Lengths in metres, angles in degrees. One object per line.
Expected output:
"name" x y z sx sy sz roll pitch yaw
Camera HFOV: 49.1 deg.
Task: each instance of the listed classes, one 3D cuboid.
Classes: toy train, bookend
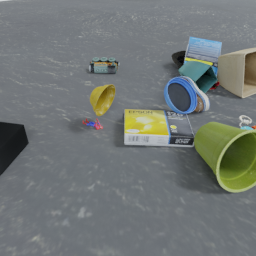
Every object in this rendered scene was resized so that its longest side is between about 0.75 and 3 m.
"toy train" -1.310 -3.371 15.230 1.674 0.713 0.954 1 43 1
"toy train" 4.875 0.472 9.512 2.510 0.698 1.885 21 38 23
"bookend" -4.555 0.594 9.139 1.781 0.826 1.792 6 35 11

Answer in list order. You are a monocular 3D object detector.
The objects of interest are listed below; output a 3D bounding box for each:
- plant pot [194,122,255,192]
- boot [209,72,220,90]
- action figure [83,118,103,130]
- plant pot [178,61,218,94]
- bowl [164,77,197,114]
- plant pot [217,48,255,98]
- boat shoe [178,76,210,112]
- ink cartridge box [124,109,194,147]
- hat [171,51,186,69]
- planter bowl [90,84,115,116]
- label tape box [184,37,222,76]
"plant pot" 2.949 0.645 8.465 1.911 1.911 1.815 -11 23 -16
"boot" 4.133 -2.372 13.825 1.431 0.524 1.078 -17 36 -17
"action figure" -1.330 -0.227 10.737 0.905 0.448 0.295 23 40 26
"plant pot" 3.176 -2.487 13.152 1.058 1.058 1.497 -45 45 -1
"bowl" 2.001 -1.212 10.709 1.460 1.460 0.286 -27 -2 -34
"plant pot" 5.410 -2.773 13.350 2.007 2.009 1.779 -20 26 -26
"boat shoe" 2.515 -1.535 12.251 0.909 0.907 2.511 -14 36 -16
"ink cartridge box" 1.066 -0.224 10.562 2.433 0.579 2.462 1 35 -2
"hat" 3.123 -3.644 15.651 1.524 0.615 1.524 1 51 -2
"planter bowl" -1.003 -1.092 10.053 0.520 1.250 1.250 29 42 18
"label tape box" 3.879 -3.608 14.780 1.744 0.805 2.435 13 61 7
